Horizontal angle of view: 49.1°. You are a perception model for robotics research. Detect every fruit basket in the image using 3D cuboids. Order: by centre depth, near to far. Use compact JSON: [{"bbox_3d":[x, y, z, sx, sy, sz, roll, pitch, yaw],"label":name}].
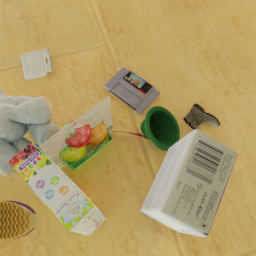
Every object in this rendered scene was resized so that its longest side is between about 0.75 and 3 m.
[{"bbox_3d":[-1.310,0.186,7.659,2.081,2.247,1.053,-38,68,-15],"label":"fruit basket"}]

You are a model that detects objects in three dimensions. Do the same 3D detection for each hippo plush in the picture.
[{"bbox_3d":[-3.357,0.011,7.977,2.704,2.174,2.154,-2,105,-23],"label":"hippo plush"}]

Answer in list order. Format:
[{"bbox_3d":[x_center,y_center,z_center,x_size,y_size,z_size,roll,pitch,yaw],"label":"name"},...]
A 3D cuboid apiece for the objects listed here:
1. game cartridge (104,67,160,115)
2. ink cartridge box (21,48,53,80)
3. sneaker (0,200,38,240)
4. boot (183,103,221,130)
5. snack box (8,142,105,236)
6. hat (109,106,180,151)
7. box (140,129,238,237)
[{"bbox_3d":[0.143,-1.292,9.418,1.634,0.314,1.059,37,75,15],"label":"game cartridge"},{"bbox_3d":[-3.174,-2.230,9.797,0.999,0.216,0.980,-13,71,-4],"label":"ink cartridge box"},{"bbox_3d":[-3.152,2.323,6.992,2.461,1.109,0.922,-9,73,17],"label":"sneaker"},{"bbox_3d":[2.307,-0.189,8.834,1.095,0.382,0.721,36,78,1],"label":"boot"},{"bbox_3d":[-1.528,1.611,6.730,1.938,2.725,0.722,40,73,16],"label":"snack box"},{"bbox_3d":[0.590,0.109,8.848,1.626,1.431,1.346,45,53,-17],"label":"hat"},{"bbox_3d":[1.388,1.400,6.880,1.148,2.189,2.013,28,72,0],"label":"box"}]
